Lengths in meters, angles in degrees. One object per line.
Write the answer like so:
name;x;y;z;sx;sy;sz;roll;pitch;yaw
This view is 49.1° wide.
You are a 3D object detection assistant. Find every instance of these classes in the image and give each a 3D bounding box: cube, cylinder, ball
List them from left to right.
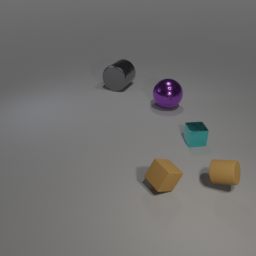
cylinder;-0.473;-2.905;15.349;1.400;1.400;1.400;12;32;20
cube;1.059;1.394;8.308;0.700;0.700;0.700;10;25;-44
ball;1.862;-1.608;13.102;1.400;1.400;1.400;0;30;0
cube;2.565;0.234;10.628;0.700;0.700;0.700;-3;30;-6
cylinder;2.800;1.267;8.091;0.700;0.700;0.700;-2;24;37
